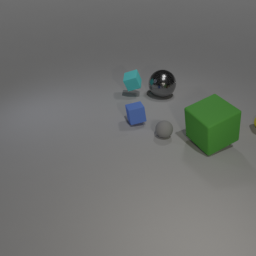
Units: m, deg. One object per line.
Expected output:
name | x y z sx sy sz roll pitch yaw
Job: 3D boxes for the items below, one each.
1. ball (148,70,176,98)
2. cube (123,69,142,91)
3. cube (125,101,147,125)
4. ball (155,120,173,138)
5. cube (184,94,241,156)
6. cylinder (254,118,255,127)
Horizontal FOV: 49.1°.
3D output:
ball | 1.737 -2.245 14.194 1.400 1.400 1.400 0 31 0
cube | 0.228 -2.388 14.071 0.700 0.700 0.700 -12 43 20
cube | 0.330 -0.641 11.953 0.700 0.700 0.700 -14 27 -6
ball | 1.428 0.044 11.043 0.700 0.700 0.700 0 31 0
cube | 3.048 -0.140 10.192 1.400 1.400 1.400 -25 41 -13
cylinder | 5.516 -0.235 11.179 0.700 0.700 0.700 1 -1 2
